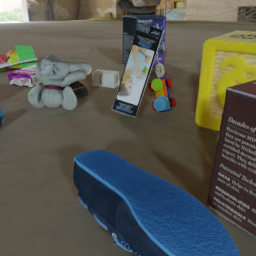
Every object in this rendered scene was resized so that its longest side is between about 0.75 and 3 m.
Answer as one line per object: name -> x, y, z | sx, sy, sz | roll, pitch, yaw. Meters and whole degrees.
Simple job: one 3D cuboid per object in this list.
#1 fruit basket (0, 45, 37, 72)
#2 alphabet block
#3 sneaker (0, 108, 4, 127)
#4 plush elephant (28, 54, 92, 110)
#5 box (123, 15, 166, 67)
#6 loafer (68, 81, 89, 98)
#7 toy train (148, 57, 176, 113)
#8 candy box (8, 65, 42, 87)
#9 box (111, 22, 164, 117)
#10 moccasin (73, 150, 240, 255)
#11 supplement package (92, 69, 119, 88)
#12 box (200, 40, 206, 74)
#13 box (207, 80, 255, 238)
fruit basket -> -5.907, -3.312, 14.103 | 2.524, 1.183, 2.338 | -24, 31, -13
alphabet block -> 3.631, -1.308, 7.907 | 2.533, 2.520, 2.580 | 15, 30, 32
sneaker -> -4.372, -0.069, 7.184 | 0.959, 0.857, 2.342 | 17, 30, 31
plush elephant -> -2.372, -1.431, 9.401 | 1.766, 1.660, 2.144 | 13, 20, 6
box -> 0.810, -4.495, 14.530 | 1.880, 2.540, 1.325 | -14, 29, -28
loafer -> -2.317, -1.726, 10.677 | 0.869, 0.849, 2.379 | -19, 31, -34
toy train -> 0.921, -1.344, 8.475 | 0.746, 1.763, 1.020 | -10, 3, 15
candy box -> -4.136, -2.303, 12.251 | 1.210, 0.541, 1.774 | 9, 27, 19
box -> 0.267, -1.622, 8.131 | 0.735, 2.445, 1.426 | 18, 9, -1
moccasin -> 0.234, 1.312, 4.161 | 1.206, 1.022, 2.997 | -9, 27, -35
supplement package -> -0.924, -2.063, 11.693 | 1.006, 0.588, 0.590 | 9, 27, 18
box -> 3.710, -2.452, 11.193 | 0.503, 1.728, 2.524 | -5, 25, -12
box -> 2.657, 0.490, 4.388 | 1.860, 2.242, 1.841 | -17, 30, -33
